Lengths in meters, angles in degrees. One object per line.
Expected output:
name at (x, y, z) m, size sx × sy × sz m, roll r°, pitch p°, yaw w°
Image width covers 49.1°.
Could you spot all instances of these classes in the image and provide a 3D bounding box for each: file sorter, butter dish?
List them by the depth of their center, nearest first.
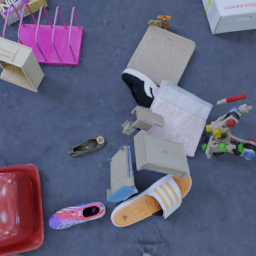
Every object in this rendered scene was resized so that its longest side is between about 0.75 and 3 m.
butter dish at (-4.426, 2.578, 8.907) m, size 2.948 × 2.185 × 2.956 m, roll -9°, pitch 71°, yaw -4°
file sorter at (-3.371, -3.818, 11.337) m, size 2.685 × 1.684 × 1.866 m, roll 3°, pitch 72°, yaw 1°

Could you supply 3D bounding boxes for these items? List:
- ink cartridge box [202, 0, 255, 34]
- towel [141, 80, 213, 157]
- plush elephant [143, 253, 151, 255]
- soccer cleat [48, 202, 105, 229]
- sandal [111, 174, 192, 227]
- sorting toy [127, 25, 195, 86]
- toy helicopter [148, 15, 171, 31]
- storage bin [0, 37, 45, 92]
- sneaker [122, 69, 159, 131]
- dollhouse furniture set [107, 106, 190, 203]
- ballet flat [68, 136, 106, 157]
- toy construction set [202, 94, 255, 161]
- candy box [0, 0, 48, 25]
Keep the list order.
ink cartridge box at (4.493, -5.784, 12.223) m, size 2.171 × 1.248 × 2.992 m, roll -8°, pitch 72°, yaw -3°
towel at (1.815, -0.313, 10.114) m, size 2.256 × 0.364 × 2.154 m, roll 24°, pitch 86°, yaw -18°
plush elephant at (0.695, 4.526, 9.056) m, size 0.799 × 0.850 × 1.032 m, roll 1°, pitch 105°, yaw -36°
soccer cleat at (-1.770, 2.958, 9.545) m, size 1.995 × 0.730 × 0.680 m, roll -13°, pitch 72°, yaw -4°
sandal at (0.928, 2.627, 9.378) m, size 3.067 × 0.879 × 1.175 m, roll -30°, pitch 115°, yaw -4°
sorting toy at (1.391, -2.930, 11.748) m, size 2.190 × 0.431 × 2.366 m, roll 25°, pitch 77°, yaw 8°
toy helicopter at (1.361, -4.530, 11.963) m, size 1.081 × 0.715 × 0.426 m, roll -11°, pitch 70°, yaw -27°
storage bin at (-4.401, -2.460, 10.782) m, size 1.860 × 1.873 × 0.878 m, roll 20°, pitch 71°, yaw 7°
sneaker at (0.577, -0.815, 10.537) m, size 2.939 × 1.074 × 1.644 m, roll 40°, pitch 76°, yaw 4°
dollhouse furniture set at (0.467, 1.130, 9.810) m, size 1.723 × 2.640 × 2.492 m, roll 17°, pitch 49°, yaw -26°
ballet flat at (-1.543, 0.676, 10.519) m, size 1.508 × 0.349 × 0.508 m, roll -20°, pitch 72°, yaw -7°
toy construction set at (3.343, 0.057, 9.932) m, size 1.935 × 1.783 × 2.320 m, roll 29°, pitch 62°, yaw -38°
candy box at (-4.798, -5.620, 12.537) m, size 2.028 × 0.573 × 1.183 m, roll -31°, pitch 74°, yaw -11°
